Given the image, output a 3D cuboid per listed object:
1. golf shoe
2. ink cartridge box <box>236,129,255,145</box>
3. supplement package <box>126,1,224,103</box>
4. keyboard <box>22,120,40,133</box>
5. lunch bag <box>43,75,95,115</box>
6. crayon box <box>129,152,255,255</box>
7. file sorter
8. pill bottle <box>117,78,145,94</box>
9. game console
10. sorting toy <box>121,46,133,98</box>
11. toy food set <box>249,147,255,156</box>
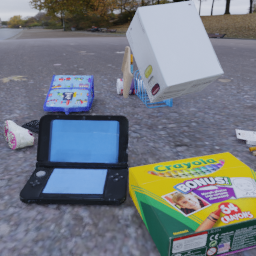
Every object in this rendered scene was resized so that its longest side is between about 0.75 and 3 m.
[{"bbox_3d":[-4.022,0.237,10.264,0.851,0.700,1.859,-2,25,-35],"label":"golf shoe"},{"bbox_3d":[4.428,0.339,10.446,0.767,0.195,0.870,8,24,14],"label":"ink cartridge box"},{"bbox_3d":[1.530,-2.635,9.771,2.212,2.840,1.574,-16,-10,-20],"label":"supplement package"},{"bbox_3d":[-3.275,-0.125,11.297,2.068,0.410,1.077,17,28,32],"label":"keyboard"},{"bbox_3d":[-2.825,-1.450,13.731,2.089,1.306,2.775,1,35,-1],"label":"lunch bag"},{"bbox_3d":[1.784,1.643,6.526,2.967,0.865,2.560,-7,24,-15],"label":"crayon box"},{"bbox_3d":[1.270,-2.125,14.507,1.399,1.583,2.281,-7,24,-10],"label":"file sorter"},{"bbox_3d":[0.185,-2.381,15.948,1.569,0.874,0.874,-4,23,-9],"label":"pill bottle"},{"bbox_3d":[-1.366,0.767,7.694,2.716,1.581,2.388,0,23,2],"label":"game console"},{"bbox_3d":[0.000,-1.731,8.784,0.225,1.140,1.231,1,57,-10],"label":"sorting toy"},{"bbox_3d":[4.392,0.761,9.156,0.362,0.384,0.805,-8,-7,-18],"label":"toy food set"}]
